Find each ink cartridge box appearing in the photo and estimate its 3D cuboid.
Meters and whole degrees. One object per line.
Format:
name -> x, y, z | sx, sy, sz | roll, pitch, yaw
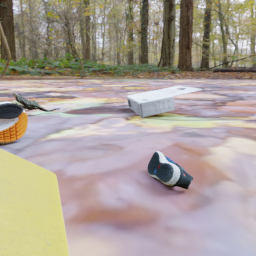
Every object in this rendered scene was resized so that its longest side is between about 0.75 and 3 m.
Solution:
ink cartridge box -> 1.188, -0.989, 9.771 | 2.077, 0.521, 2.393 | -11, 13, -8

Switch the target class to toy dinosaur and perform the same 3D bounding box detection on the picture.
toy dinosaur -> -3.147, -0.739, 9.120 | 0.806, 0.434, 1.829 | 4, -6, 29

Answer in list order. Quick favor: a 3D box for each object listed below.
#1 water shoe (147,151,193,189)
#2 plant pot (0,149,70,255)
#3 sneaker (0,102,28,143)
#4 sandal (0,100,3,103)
water shoe -> 0.532, 0.585, 3.709 | 0.371, 0.336, 0.941 | 26, 5, -13
plant pot -> -0.874, 0.662, 0.872 | 1.215, 1.378, 1.378 | 9, 8, -18
sneaker -> -3.329, -0.005, 5.211 | 1.209, 0.995, 2.629 | 0, 2, 41
sandal -> -4.199, -0.621, 8.757 | 1.895, 0.541, 0.752 | 7, 14, 30
